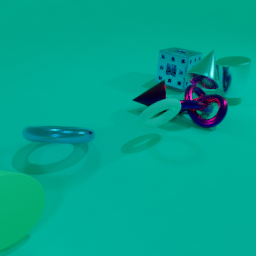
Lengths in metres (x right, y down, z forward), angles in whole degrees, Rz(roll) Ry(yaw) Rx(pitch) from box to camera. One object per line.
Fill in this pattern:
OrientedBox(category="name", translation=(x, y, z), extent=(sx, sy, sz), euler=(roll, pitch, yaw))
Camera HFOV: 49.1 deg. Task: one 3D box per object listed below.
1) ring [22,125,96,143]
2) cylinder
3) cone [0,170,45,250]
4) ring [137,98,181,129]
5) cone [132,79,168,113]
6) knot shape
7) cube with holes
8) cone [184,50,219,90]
OrientedBox(category="ring", translation=(-1.474, 0.126, 6.060), extent=(1.540, 0.308, 1.540), euler=(3, 1, 0))
OrientedBox(category="cylinder", translation=(3.052, -1.495, 8.177), extent=(0.971, 0.971, 0.971), euler=(-7, 27, 4))
OrientedBox(category="cone", translation=(-2.127, 0.911, 4.208), extent=(1.300, 1.300, 1.305), euler=(-23, 39, -31))
OrientedBox(category="ring", translation=(0.695, -0.306, 6.239), extent=(1.054, 1.054, 0.211), euler=(-17, 68, -23))
OrientedBox(category="cone", translation=(0.569, -0.806, 7.621), extent=(0.942, 0.939, 0.939), euler=(-5, 33, 8))
OrientedBox(category="knot shape", translation=(1.744, -0.589, 7.384), extent=(1.394, 0.688, 1.490), euler=(-6, 34, -9))
OrientedBox(category="cube with holes", translation=(1.630, -1.944, 8.990), extent=(1.019, 1.019, 1.019), euler=(22, 31, 29))
OrientedBox(category="cone", translation=(1.935, -1.522, 6.816), extent=(0.871, 0.871, 0.874), euler=(20, 83, 27))
